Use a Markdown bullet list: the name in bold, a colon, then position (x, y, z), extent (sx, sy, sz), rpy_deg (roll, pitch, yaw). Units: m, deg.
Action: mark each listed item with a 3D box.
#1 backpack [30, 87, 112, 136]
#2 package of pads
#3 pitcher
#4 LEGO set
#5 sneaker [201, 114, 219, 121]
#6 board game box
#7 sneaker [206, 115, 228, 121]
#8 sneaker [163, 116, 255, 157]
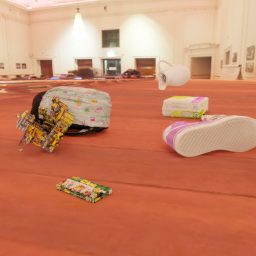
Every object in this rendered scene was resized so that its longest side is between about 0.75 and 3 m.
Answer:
- **backpack**: position (-1.820, -0.627, 9.674), extent (2.491, 1.577, 2.078), rpy_deg (7, 11, 15)
- **package of pads**: position (2.743, -1.053, 13.344), extent (1.772, 0.782, 2.294), rpy_deg (6, 14, 23)
- **pitcher**: position (1.889, -2.339, 11.814), extent (1.420, 1.219, 0.861), rpy_deg (-18, 12, -28)
- **LEGO set**: position (-2.432, -0.272, 7.844), extent (1.191, 1.580, 2.055), rpy_deg (33, 10, -25)
- **sneaker**: position (3.467, -0.440, 11.666), extent (0.811, 0.299, 0.478), rpy_deg (-2, 19, 1)
- **board game box**: position (-0.823, 1.122, 5.183), extent (0.980, 0.115, 0.513), rpy_deg (9, 14, 34)
- **sneaker**: position (3.572, -0.293, 11.056), extent (0.868, 0.353, 0.383), rpy_deg (-8, 14, 1)
- **sneaker**: position (2.303, 0.085, 7.942), extent (2.695, 0.977, 1.537), rpy_deg (-3, 10, -14)
